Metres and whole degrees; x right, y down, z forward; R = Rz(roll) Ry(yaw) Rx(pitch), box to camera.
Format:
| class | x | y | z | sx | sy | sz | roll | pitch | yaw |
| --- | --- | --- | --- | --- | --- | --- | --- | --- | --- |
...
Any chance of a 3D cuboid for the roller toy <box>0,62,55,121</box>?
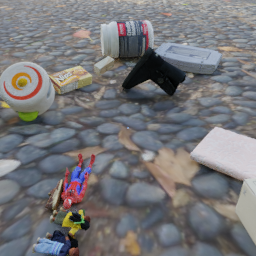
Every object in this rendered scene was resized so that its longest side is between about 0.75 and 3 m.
| class | x | y | z | sx | sy | sz | roll | pitch | yaw |
| --- | --- | --- | --- | --- | --- | --- | --- | --- | --- |
| roller toy | -3.158 | -1.227 | 8.745 | 1.663 | 1.162 | 1.517 | 44 | 76 | 10 |

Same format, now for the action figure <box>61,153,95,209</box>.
| class | x | y | z | sx | sy | sz | roll | pitch | yaw |
| --- | --- | --- | --- | --- | --- | --- | --- | --- | --- |
| action figure | -1.140 | 1.158 | 6.295 | 0.534 | 0.422 | 1.633 | 6 | 35 | 4 |

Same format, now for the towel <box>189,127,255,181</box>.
| class | x | y | z | sx | sy | sz | roll | pitch | yaw |
| --- | --- | --- | --- | --- | --- | --- | --- | --- | --- |
| towel | 2.717 | 0.665 | 7.149 | 1.762 | 0.284 | 1.682 | 21 | 37 | 30 |

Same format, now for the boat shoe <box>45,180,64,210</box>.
| class | x | y | z | sx | sy | sz | roll | pitch | yaw |
| --- | --- | --- | --- | --- | --- | --- | --- | --- | --- |
| boat shoe | -1.571 | 1.409 | 5.990 | 0.279 | 0.280 | 0.776 | 3 | 39 | 2 |

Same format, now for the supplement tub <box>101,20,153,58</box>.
| class | x | y | z | sx | sy | sz | roll | pitch | yaw |
| --- | --- | --- | --- | --- | --- | --- | --- | --- | --- |
| supplement tub | -0.072 | -4.330 | 13.696 | 2.403 | 1.687 | 1.687 | -5 | 33 | -8 |

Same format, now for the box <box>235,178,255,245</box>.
| class | x | y | z | sx | sy | sz | roll | pitch | yaw |
| --- | --- | --- | --- | --- | --- | --- | --- | --- | --- |
| box | 3.045 | 1.535 | 5.192 | 1.638 | 0.892 | 1.047 | -5 | 33 | -7 |

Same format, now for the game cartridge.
| class | x | y | z | sx | sy | sz | roll | pitch | yaw |
| --- | --- | --- | --- | --- | --- | --- | --- | --- | --- |
| game cartridge | 2.695 | -3.222 | 12.868 | 2.884 | 0.599 | 1.920 | 17 | 44 | 20 |

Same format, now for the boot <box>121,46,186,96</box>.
| class | x | y | z | sx | sy | sz | roll | pitch | yaw |
| --- | --- | --- | --- | --- | --- | --- | --- | --- | --- |
| boot | 0.910 | -1.704 | 10.214 | 1.754 | 2.088 | 0.797 | 37 | 45 | -6 |

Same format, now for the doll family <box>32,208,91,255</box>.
| class | x | y | z | sx | sy | sz | roll | pitch | yaw |
| --- | --- | --- | --- | --- | --- | --- | --- | --- | --- |
| doll family | -1.088 | 1.897 | 5.037 | 0.785 | 0.533 | 1.359 | 11 | 39 | 10 |

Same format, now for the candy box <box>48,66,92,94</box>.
| class | x | y | z | sx | sy | sz | roll | pitch | yaw |
| --- | --- | --- | --- | --- | --- | --- | --- | --- | --- |
| candy box | -2.242 | -1.886 | 10.894 | 1.492 | 0.413 | 0.861 | -28 | 54 | -35 |

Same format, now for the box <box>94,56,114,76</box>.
| class | x | y | z | sx | sy | sz | roll | pitch | yaw |
| --- | --- | --- | --- | --- | --- | --- | --- | --- | --- |
| box | -0.988 | -2.570 | 11.598 | 0.339 | 0.414 | 0.873 | 37 | 59 | 20 |
